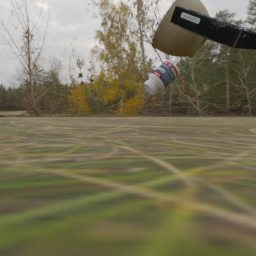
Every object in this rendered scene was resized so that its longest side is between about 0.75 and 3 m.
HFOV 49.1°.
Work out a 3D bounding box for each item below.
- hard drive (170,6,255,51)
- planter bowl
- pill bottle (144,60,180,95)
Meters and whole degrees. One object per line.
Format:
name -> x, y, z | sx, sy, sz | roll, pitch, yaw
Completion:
hard drive -> 2.377, -2.484, 7.134 | 1.725, 0.467, 2.470 | 33, 30, 25
planter bowl -> 1.933, -3.165, 9.182 | 1.384, 2.057, 2.057 | 37, 8, 6
pill bottle -> 1.349, -2.037, 11.483 | 1.405, 0.840, 0.840 | -44, 13, -10
